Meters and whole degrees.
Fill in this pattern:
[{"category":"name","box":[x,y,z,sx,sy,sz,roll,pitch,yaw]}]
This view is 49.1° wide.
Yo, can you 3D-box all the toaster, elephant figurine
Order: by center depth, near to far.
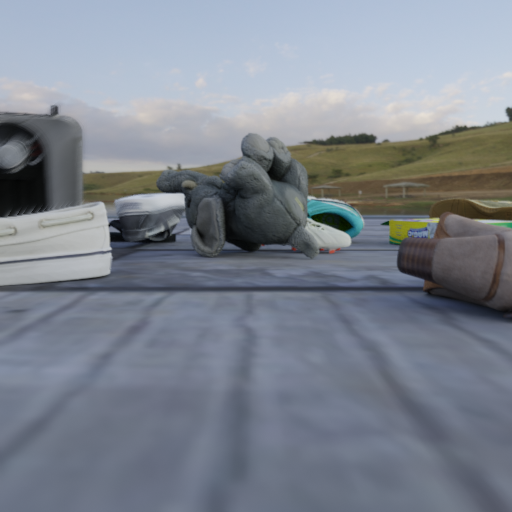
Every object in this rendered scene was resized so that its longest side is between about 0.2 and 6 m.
[{"category":"toaster","box":[-4.374,-1.187,8.591,3.277,2.151,3.625,-1,11,-18]},{"category":"elephant figurine","box":[-0.418,-0.711,8.897,2.444,1.896,1.729,-27,-50,36]}]

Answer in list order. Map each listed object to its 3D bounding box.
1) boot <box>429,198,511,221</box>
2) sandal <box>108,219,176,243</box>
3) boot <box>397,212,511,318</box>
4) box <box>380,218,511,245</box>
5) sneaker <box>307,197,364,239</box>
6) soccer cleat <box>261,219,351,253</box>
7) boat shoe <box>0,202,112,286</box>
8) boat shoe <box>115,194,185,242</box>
[{"category":"boot","box":[5.791,-0.903,13.587,2.636,0.959,2.049,6,8,40]},{"category":"sandal","box":[-2.704,-0.559,12.321,2.045,0.489,0.769,3,6,17]},{"category":"boot","box":[2.079,0.106,4.407,1.508,0.725,2.063,11,11,31]},{"category":"box","box":[3.661,-0.451,10.917,1.364,0.562,2.325,-4,9,-30]},{"category":"sneaker","box":[0.749,-0.786,11.755,3.055,1.184,1.217,0,14,-2]},{"category":"soccer cleat","box":[0.642,-0.488,9.466,1.958,0.760,0.679,9,11,24]},{"category":"boat shoe","box":[-2.767,-0.170,5.441,2.813,0.924,1.012,-3,6,-32]},{"category":"boat shoe","box":[-2.035,-0.776,11.449,0.992,0.938,2.766,-1,9,9]}]
